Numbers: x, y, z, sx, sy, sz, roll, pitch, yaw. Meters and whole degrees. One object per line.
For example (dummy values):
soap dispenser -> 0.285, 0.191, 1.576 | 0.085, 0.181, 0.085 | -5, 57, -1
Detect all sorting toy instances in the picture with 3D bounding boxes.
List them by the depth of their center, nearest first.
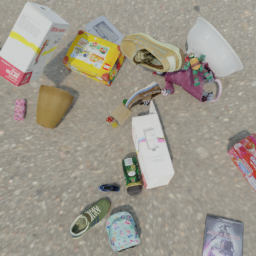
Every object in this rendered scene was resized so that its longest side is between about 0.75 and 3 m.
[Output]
sorting toy -> -0.308, -0.551, 11.958 | 0.683, 0.239, 1.416 | 36, 70, 15

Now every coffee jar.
coffee jar -> 0.154, 1.841, 10.637 | 0.586, 0.717, 1.374 | -8, 67, -6

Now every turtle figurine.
turtle figurine -> 2.295, -2.159, 9.534 | 0.676, 1.005, 1.343 | -13, 75, -50

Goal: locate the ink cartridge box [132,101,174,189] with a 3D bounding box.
ink cartridge box -> 0.800, 0.636, 10.627 | 0.991, 1.710, 2.935 | -11, 66, -5

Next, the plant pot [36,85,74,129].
plant pot -> -3.166, -0.787, 11.570 | 1.433, 1.433, 1.538 | 16, 80, 7

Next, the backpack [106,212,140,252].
backpack -> -0.219, 3.582, 9.794 | 1.091, 0.925, 1.229 | -15, 62, -7

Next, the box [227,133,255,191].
box -> 4.908, 1.394, 10.653 | 0.993, 1.037, 2.080 | -28, 69, -12

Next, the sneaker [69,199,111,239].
sneaker -> -1.353, 3.213, 9.960 | 1.831, 0.822, 0.614 | -41, 72, -16

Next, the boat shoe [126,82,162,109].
boat shoe -> 0.727, -1.317, 12.062 | 1.824, 0.659, 0.660 | -37, 76, -17

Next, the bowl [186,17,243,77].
bowl -> 3.451, -3.183, 12.054 | 1.321, 2.939, 2.939 | -41, 69, 15

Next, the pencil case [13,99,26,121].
pencil case -> -4.633, -0.783, 11.984 | 0.387, 0.404, 0.935 | -12, 64, 19

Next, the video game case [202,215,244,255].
video game case -> 3.348, 4.191, 9.886 | 1.362, 0.181, 1.907 | 11, 67, 5

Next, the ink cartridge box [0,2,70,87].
ink cartridge box -> -3.264, -2.828, 9.611 | 1.042, 1.814, 2.499 | 35, 109, -5

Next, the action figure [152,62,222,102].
action figure -> 2.376, -2.333, 12.067 | 2.991, 2.004, 2.227 | 27, 23, 38

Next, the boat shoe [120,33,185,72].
boat shoe -> 0.490, -2.450, 9.179 | 1.074, 1.011, 2.820 | -29, 36, -27

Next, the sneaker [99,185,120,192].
sneaker -> -0.709, 2.279, 10.656 | 0.807, 0.314, 0.283 | 3, 67, 1

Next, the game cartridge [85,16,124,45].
game cartridge -> -1.142, -4.482, 13.604 | 1.346, 0.420, 2.022 | -36, 73, -9

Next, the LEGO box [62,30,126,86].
LEGO box -> -1.494, -3.130, 12.585 | 2.267, 0.875, 1.688 | 25, 81, 11
